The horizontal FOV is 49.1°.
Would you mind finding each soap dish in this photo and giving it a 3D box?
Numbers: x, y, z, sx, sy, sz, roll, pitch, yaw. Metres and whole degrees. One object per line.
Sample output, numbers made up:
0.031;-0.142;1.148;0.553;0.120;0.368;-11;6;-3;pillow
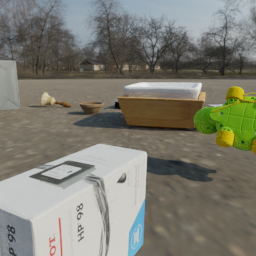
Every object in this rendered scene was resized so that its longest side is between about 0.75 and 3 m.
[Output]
1.069;-0.697;7.803;2.076;1.072;2.639;3;12;15;soap dish

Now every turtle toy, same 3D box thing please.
1.494;-0.068;3.853;1.196;0.872;0.605;12;-16;25;turtle toy

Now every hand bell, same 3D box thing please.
-2.773;-0.997;11.041;1.145;0.596;0.596;13;13;5;hand bell

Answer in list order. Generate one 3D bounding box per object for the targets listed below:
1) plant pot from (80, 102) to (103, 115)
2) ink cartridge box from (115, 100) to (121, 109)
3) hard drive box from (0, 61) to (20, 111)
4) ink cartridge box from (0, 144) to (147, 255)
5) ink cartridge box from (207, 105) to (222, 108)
-1.208;-0.653;9.354;0.784;0.362;0.784;-1;12;0;plant pot
0.265;-1.039;11.208;0.964;0.380;1.939;4;14;21;ink cartridge box
-5.187;-1.676;10.804;2.287;1.782;0.878;10;15;41;hard drive box
-0.407;0.680;1.728;0.480;0.834;1.440;9;15;28;ink cartridge box
3.573;-0.452;8.336;1.850;0.376;1.847;-2;12;-7;ink cartridge box
